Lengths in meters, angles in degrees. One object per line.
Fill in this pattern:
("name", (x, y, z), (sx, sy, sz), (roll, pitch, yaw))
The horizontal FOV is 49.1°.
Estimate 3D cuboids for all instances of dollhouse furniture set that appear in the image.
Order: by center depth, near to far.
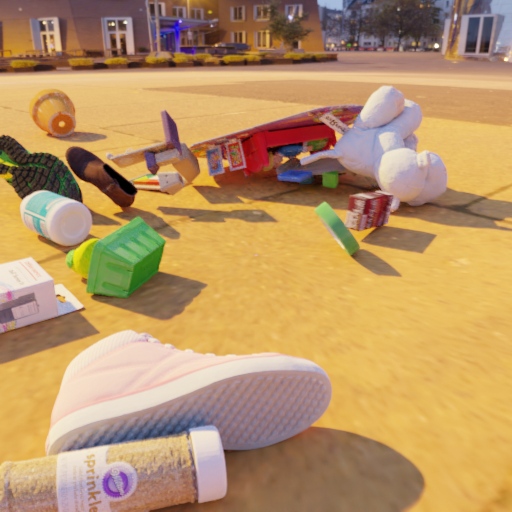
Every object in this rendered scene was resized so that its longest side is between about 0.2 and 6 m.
("dollhouse furniture set", (-2.138, -1.710, 12.071), (1.526, 1.703, 2.150), (-15, -16, 9))

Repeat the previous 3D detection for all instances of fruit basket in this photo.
("fruit basket", (-2.113, -0.007, 8.035), (1.344, 0.969, 1.344), (15, 27, -8))

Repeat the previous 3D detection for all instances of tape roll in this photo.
("tape roll", (1.292, -0.430, 8.959), (0.224, 0.933, 0.933), (-39, 25, 4))

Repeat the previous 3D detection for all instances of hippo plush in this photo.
("hippo plush", (2.872, -2.160, 11.456), (2.709, 2.158, 2.178), (9, 26, -37))

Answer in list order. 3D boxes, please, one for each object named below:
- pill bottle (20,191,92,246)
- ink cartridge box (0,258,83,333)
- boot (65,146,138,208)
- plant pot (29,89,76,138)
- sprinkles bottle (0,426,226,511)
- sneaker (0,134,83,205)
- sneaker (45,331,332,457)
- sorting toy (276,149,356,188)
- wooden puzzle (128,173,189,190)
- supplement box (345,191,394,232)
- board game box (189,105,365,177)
("pill bottle", (-3.539, -0.692, 9.725), (1.396, 0.774, 0.774), (20, 30, 39))
("ink cartridge box", (-3.161, 0.500, 7.104), (1.645, 0.554, 0.964), (-16, 27, -34))
("boot", (-2.954, -1.634, 10.757), (0.607, 1.677, 1.395), (-49, 10, -17))
("plant pot", (-6.719, -4.684, 18.850), (1.465, 1.465, 1.341), (-13, 41, -29))
("sprinkles bottle", (-1.052, 1.691, 4.220), (1.614, 0.551, 0.551), (-6, 23, -14))
("sneaker", (-4.377, -1.564, 11.465), (2.769, 1.080, 1.180), (33, -7, 30))
("sneaker", (-0.618, 1.121, 5.099), (2.422, 0.912, 1.266), (-9, 29, -12))
("sorting toy", (1.571, -2.043, 13.362), (1.838, 0.445, 3.264), (3, 22, 19))
("wooden puzzle", (-2.299, -1.744, 13.030), (1.190, 0.222, 1.101), (11, 24, 24))
("supplement box", (2.008, -0.806, 9.921), (0.327, 0.584, 1.073), (22, 24, 36))
("board game box", (0.602, -2.511, 13.387), (4.403, 0.857, 3.479), (-11, 3, 21))
